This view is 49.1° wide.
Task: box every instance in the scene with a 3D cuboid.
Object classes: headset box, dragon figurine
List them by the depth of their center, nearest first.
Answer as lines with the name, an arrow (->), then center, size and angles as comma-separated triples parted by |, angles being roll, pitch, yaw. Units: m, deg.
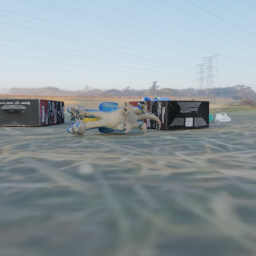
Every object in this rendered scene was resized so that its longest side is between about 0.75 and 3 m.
dragon figurine -> -0.249, -0.239, 6.571 | 1.281, 0.758, 2.577 | 3, 6, 34
headset box -> 1.161, -0.444, 8.882 | 1.671, 0.867, 2.246 | -2, 6, -31
headset box -> -3.591, -0.566, 10.101 | 1.831, 0.950, 2.461 | 1, 2, 8

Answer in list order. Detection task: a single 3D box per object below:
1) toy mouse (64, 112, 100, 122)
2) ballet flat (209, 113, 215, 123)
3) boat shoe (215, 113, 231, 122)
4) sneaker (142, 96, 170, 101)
toy mouse -> -1.528, -0.443, 11.763 | 2.461, 0.476, 2.187 | -1, 4, -17
ballet flat -> 3.005, -0.414, 11.868 | 1.394, 0.493, 0.493 | 2, 4, 32
boat shoe -> 4.542, -0.515, 13.299 | 0.471, 0.418, 1.280 | 3, 5, 36
sneaker -> 1.518, -0.764, 11.704 | 2.787, 1.146, 1.031 | 7, 6, 44
